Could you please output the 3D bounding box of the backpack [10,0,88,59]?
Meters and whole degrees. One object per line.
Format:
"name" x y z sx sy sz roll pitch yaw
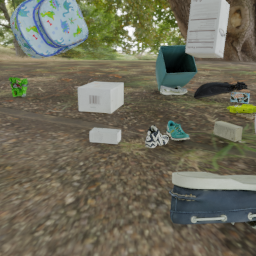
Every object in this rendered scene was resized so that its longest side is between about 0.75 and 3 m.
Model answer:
"backpack" -2.048 -2.716 7.351 1.744 1.596 1.282 -37 28 -25

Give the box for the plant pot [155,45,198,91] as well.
"plant pot" 2.638 -3.361 16.729 1.850 1.849 2.618 -5 -21 -10

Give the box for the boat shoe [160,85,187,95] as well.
"boat shoe" 2.707 -2.253 16.492 1.689 0.541 0.622 -3 17 -10

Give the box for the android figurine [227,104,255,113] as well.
"android figurine" 5.025 -0.835 12.143 1.366 0.280 1.243 7 14 34

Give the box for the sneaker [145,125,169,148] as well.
"sneaker" 0.892 0.186 8.409 0.964 0.627 0.385 -13 22 -37

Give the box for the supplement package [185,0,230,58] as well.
"supplement package" 2.854 -3.554 10.041 1.116 1.902 1.112 10 9 31

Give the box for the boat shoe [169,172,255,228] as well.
"boat shoe" 1.981 1.229 4.518 2.737 0.846 1.025 7 0 -17

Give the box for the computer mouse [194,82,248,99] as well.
"computer mouse" 4.744 -2.113 14.596 2.713 0.715 1.879 -10 3 24

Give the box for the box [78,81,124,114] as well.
"box" -1.195 -1.468 12.991 1.558 1.088 2.046 5 18 15

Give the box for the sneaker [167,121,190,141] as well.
"sneaker" 1.543 0.101 8.934 0.470 0.483 1.213 -6 19 -18

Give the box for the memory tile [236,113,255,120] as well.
"memory tile" 5.130 -0.516 11.619 1.070 0.090 0.820 -8 19 -23

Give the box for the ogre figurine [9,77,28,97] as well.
"ogre figurine" -6.232 -2.322 15.907 1.720 1.031 0.844 7 14 19

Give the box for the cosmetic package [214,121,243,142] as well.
"cosmetic package" 3.214 0.089 9.028 0.319 0.452 0.874 -9 20 -29

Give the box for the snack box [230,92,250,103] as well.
"snack box" 5.715 -1.559 14.301 0.867 0.504 0.161 10 19 30

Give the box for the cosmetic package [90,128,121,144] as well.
"cosmetic package" -0.695 0.239 8.680 0.897 0.364 0.506 2 15 10
